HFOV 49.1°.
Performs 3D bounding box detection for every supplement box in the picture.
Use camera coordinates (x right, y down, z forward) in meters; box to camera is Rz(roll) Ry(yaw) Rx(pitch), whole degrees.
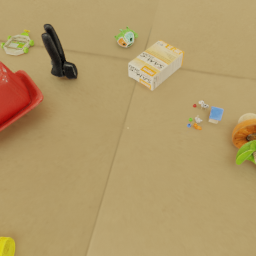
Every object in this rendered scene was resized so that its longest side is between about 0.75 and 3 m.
[{"bbox_3d":[0.973,-2.186,9.583,1.090,0.636,1.729,35,61,24],"label":"supplement box"}]

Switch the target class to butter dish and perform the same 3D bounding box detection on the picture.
[{"bbox_3d":[-3.979,-1.042,7.603,2.474,1.834,2.481,-38,46,-9],"label":"butter dish"}]

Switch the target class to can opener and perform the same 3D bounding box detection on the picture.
[{"bbox_3d":[-2.175,-2.321,8.649,0.905,2.303,0.730,-5,65,2],"label":"can opener"}]

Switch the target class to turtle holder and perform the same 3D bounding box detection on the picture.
[{"bbox_3d":[-0.051,-3.392,10.562,0.604,0.647,0.851,55,31,0],"label":"turtle holder"}]

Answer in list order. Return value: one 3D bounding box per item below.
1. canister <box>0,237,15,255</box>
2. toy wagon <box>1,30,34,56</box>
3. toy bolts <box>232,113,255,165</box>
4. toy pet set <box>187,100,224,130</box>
[{"bbox_3d":[-3.281,2.872,5.817,1.503,0.651,1.116,-1,53,1],"label":"canister"},{"bbox_3d":[-4.097,-3.249,10.625,1.021,0.260,1.316,13,54,9],"label":"toy wagon"},{"bbox_3d":[4.151,0.104,7.150,2.360,2.254,1.637,19,47,-8],"label":"toy bolts"},{"bbox_3d":[2.327,-0.431,8.360,0.896,0.509,0.959,15,55,11],"label":"toy pet set"}]
